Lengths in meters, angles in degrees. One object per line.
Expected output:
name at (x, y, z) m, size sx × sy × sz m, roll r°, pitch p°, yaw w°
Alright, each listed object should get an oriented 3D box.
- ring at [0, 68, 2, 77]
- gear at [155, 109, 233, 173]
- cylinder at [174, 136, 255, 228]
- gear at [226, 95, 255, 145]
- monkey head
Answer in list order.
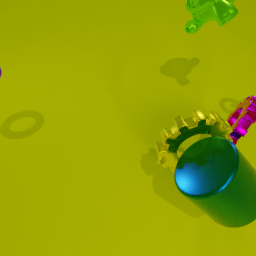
ring at (-2.859, -0.842, 4.951) m, size 1.229 × 0.246 × 1.229 m, roll -9°, pitch 34°, yaw 6°
gear at (1.116, 0.267, 4.765) m, size 1.289 × 1.289 × 0.238 m, roll -10°, pitch 44°, yaw -8°
cylinder at (1.475, 0.863, 4.471) m, size 1.082 × 1.082 × 1.082 m, roll -33°, pitch 33°, yaw 25°
gear at (2.130, -0.090, 5.486) m, size 0.220 × 1.191 × 1.191 m, roll 35°, pitch 57°, yaw 4°
monkey head at (2.003, -2.742, 6.257) m, size 1.824 × 1.099 × 1.312 m, roll -36°, pitch 69°, yaw 25°
